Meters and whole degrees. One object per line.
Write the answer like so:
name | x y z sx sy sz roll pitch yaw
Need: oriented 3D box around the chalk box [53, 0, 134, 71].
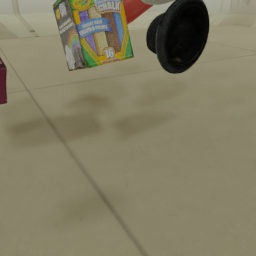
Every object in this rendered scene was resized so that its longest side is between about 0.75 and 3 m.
chalk box | -1.133 -3.224 8.455 1.648 2.662 1.656 -18 16 -26

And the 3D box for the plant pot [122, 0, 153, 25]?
plant pot | 0.194 -4.716 10.196 1.337 1.511 1.511 -17 19 26

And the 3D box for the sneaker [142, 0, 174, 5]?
sneaker | 0.796 -2.919 5.313 1.579 0.825 0.594 -22 -8 -17

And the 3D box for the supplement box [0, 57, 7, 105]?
supplement box | -3.616 -1.524 6.553 0.853 1.099 1.992 -19 59 -35

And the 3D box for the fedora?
fedora | 1.461 -3.012 8.943 2.590 2.590 1.183 -24 36 -38
